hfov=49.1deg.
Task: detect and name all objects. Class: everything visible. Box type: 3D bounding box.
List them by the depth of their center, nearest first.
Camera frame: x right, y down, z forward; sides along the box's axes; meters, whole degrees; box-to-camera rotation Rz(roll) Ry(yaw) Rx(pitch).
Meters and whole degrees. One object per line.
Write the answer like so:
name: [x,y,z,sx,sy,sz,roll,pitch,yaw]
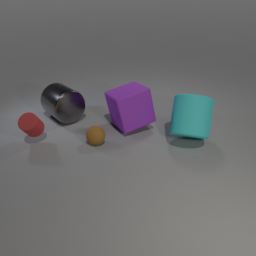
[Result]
cylinder: [-3.438,-0.109,9.978,0.700,0.700,0.700,-3,68,7]
cylinder: [2.265,-0.396,10.007,1.400,1.400,1.400,9,-2,0]
ball: [-1.169,0.265,10.108,0.700,0.700,0.700,0,29,0]
cube: [0.078,-0.847,10.994,1.400,1.400,1.400,-22,27,-16]
cylinder: [-2.722,-1.050,11.717,1.400,1.400,1.400,-21,34,-33]
